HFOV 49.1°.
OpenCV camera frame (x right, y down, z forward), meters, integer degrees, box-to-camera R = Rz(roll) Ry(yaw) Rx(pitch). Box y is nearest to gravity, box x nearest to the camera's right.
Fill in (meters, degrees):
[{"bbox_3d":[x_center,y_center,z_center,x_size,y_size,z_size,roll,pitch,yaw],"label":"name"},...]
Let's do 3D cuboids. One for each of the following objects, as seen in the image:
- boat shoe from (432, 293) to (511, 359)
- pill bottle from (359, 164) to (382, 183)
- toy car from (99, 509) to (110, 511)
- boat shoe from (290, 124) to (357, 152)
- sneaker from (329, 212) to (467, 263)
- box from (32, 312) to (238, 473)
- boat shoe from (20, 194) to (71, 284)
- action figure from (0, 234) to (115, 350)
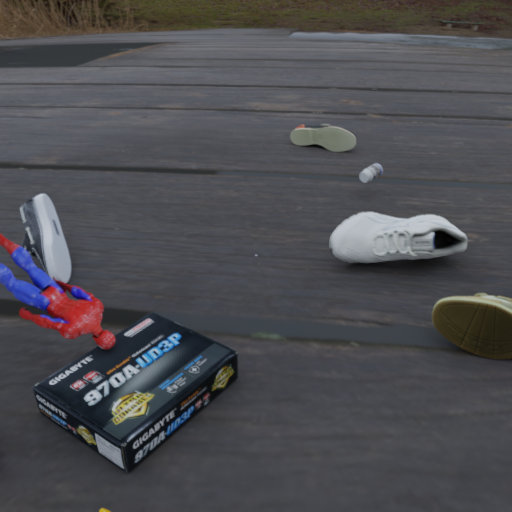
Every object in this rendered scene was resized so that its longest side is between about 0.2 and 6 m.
[{"bbox_3d":[3.871,1.049,8.479,2.383,0.869,0.750,9,21,11],"label":"boat shoe"},{"bbox_3d":[2.850,-2.051,13.935,0.576,0.328,0.328,-31,40,-32],"label":"pill bottle"},{"bbox_3d":[-3.029,2.227,5.356,3.926,1.926,1.306,14,61,37],"label":"toy car"},{"bbox_3d":[2.166,-3.755,17.601,2.182,0.777,0.683,10,27,27],"label":"boat shoe"},{"bbox_3d":[2.714,-0.348,10.623,2.667,0.994,1.162,-7,10,-9],"label":"sneaker"},{"bbox_3d":[-1.544,1.699,7.559,1.719,0.497,2.162,19,34,32],"label":"box"},{"bbox_3d":[-4.038,-0.250,10.531,0.666,0.705,1.966,-24,68,2],"label":"boat shoe"},{"bbox_3d":[-2.968,0.548,7.883,2.457,0.635,0.804,33,46,11],"label":"action figure"}]
